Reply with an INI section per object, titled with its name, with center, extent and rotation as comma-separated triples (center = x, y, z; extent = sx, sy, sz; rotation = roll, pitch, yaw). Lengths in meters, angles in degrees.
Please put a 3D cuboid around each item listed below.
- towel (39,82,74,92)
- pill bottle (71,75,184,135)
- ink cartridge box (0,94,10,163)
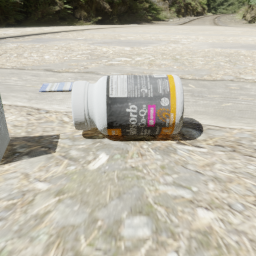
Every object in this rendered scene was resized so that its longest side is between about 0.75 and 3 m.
[towel]
center = -2.694, -1.551, 10.703
extent = 1.222, 0.146, 0.898
rotation = -4, 26, -4
[pill bottle]
center = -0.010, -0.551, 6.792
extent = 2.517, 1.464, 1.464
rotation = -2, 24, -1
[ink cartridge box]
center = -3.817, -0.188, 5.501
extent = 2.432, 1.767, 1.064
rotation = -5, 29, -8
